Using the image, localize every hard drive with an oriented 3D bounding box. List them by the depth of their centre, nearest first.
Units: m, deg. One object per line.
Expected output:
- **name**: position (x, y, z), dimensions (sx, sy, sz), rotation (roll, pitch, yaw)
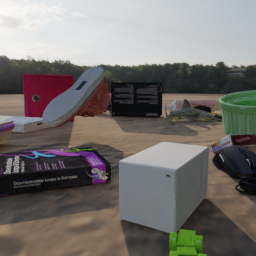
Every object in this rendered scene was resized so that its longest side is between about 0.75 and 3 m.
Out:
- **hard drive**: position (-4.462, -0.174, 10.514), dimensions (2.705, 0.361, 1.784), rotation (2, 9, 18)

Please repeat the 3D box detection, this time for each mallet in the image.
- **mallet**: position (4.135, -0.587, 13.038), dimensions (0.868, 0.542, 2.636), rotation (-6, 15, -27)

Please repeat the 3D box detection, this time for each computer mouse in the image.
- **computer mouse**: position (2.389, 0.631, 5.047), dimensions (1.391, 0.456, 1.980), rotation (-1, 9, 3)

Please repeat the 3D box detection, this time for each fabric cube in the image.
- **fabric cube**: position (-3.666, -1.384, 12.828), dimensions (2.099, 2.065, 2.105), rotation (-2, 8, -20)

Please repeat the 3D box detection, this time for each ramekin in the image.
- **ramekin**: position (3.982, -0.408, 8.574), dimensions (2.261, 1.104, 2.261), rotation (-7, 17, 2)

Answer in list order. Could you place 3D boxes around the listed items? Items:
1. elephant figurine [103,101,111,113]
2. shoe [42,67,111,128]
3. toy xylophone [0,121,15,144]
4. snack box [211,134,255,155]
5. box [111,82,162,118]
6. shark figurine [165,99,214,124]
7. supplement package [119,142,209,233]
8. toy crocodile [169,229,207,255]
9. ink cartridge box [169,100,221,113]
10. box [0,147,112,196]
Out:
- **elephant figurine**: position (-1.478, -1.161, 15.649), dimensions (1.278, 0.904, 0.992), rotation (-17, -18, -7)
- **shoe**: position (-1.452, -0.679, 8.863), dimensions (0.985, 1.254, 2.757), rotation (10, 47, 30)
- **toy xylophone**: position (-4.380, 0.113, 7.553), dimensions (2.635, 0.662, 1.929), rotation (0, 7, -5)
- **snack box**: position (3.164, 0.349, 6.367), dimensions (2.326, 0.283, 0.836), rotation (-2, -18, -12)
- **box**: position (0.443, -1.470, 14.248), dimensions (2.495, 1.761, 0.984), rotation (3, 9, 18)
- **shark figurine**: position (2.414, -0.780, 12.471), dimensions (2.454, 1.024, 1.466), rotation (-2, 8, -25)
- **supplement package**: position (0.517, 0.688, 3.702), dimensions (0.756, 0.765, 1.262), rotation (5, 10, 31)
- **toy crocodile**: position (0.518, 1.152, 2.471), dimensions (0.311, 0.284, 0.921), rotation (1, 4, 10)
- **ink cartridge box**: position (3.780, -1.242, 14.966), dimensions (2.593, 0.565, 2.250), rotation (-2, -8, -10)
- **box**: position (-1.467, 0.695, 4.950), dimensions (2.043, 0.369, 1.461), rotation (-5, 10, -21)
